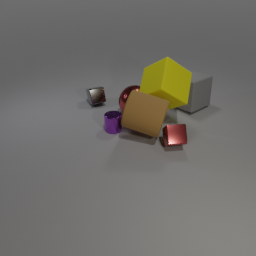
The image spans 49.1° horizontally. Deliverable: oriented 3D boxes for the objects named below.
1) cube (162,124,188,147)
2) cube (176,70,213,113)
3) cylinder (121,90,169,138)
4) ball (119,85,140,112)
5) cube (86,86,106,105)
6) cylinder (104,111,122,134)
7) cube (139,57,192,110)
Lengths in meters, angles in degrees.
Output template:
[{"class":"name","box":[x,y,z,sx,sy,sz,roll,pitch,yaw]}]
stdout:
[{"class":"cube","box":[1.664,0.275,9.993,0.700,0.700,0.700,-3,-10,-6]},{"class":"cube","box":[2.811,-1.697,12.747,1.400,1.400,1.400,-22,33,-36]},{"class":"cylinder","box":[0.631,-0.521,10.162,1.400,1.400,1.400,18,34,7]},{"class":"ball","box":[0.298,-1.122,11.935,1.400,1.400,1.400,0,31,0]},{"class":"cube","box":[-1.495,-1.527,13.092,0.700,0.700,0.700,-14,15,-18]},{"class":"cylinder","box":[-0.585,-0.229,11.105,0.700,0.700,0.700,0,31,0]},{"class":"cube","box":[1.458,-1.672,11.014,1.400,1.400,1.400,24,-22,-31]}]
